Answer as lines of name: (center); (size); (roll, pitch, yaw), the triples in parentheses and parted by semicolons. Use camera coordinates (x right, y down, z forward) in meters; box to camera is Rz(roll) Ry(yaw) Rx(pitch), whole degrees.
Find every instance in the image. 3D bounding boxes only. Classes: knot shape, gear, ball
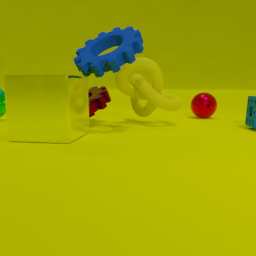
knot shape: (0.444, -1.114, 7.693); (1.952, 0.902, 1.826); (14, -29, 47)
gear: (-0.420, -1.671, 6.049); (1.514, 0.280, 1.514); (-15, 41, 13)
gear: (-1.405, -0.655, 7.979); (1.831, 0.339, 1.831); (-17, 24, 8)
ball: (2.534, -0.755, 9.373); (0.869, 0.869, 0.869); (0, 9, 0)

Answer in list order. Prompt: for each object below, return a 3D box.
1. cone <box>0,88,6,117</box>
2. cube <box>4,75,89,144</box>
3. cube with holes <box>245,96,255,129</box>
cone: (-4.240, -0.577, 8.184); (1.193, 1.193, 1.197); (-1, 24, -10)
cube: (-1.607, -0.437, 5.824); (1.276, 1.276, 1.276); (1, 9, 9)
cube with holes: (3.405, -0.384, 6.872); (0.751, 0.751, 0.751); (4, 9, 6)
